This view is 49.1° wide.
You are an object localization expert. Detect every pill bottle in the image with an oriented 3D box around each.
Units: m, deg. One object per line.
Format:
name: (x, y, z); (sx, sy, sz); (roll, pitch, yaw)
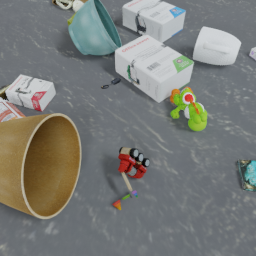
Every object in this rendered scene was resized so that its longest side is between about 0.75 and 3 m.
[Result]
pill bottle: (-4.206, -0.338, 9.660); (1.005, 1.005, 1.792); (-37, 58, -27)

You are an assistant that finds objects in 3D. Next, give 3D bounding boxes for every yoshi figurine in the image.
yoshi figurine: (2.249, -0.610, 10.138); (1.147, 1.151, 2.048); (28, 24, -29)

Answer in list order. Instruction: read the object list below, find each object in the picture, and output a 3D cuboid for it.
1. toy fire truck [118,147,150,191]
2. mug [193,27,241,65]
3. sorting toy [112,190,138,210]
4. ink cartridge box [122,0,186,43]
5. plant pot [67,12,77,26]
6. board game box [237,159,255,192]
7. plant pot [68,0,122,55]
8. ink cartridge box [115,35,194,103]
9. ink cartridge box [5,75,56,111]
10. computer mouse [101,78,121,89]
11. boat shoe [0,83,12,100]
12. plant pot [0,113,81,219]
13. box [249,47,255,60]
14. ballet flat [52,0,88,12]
toy fire truck: (0.115, 1.280, 8.272); (0.762, 1.042, 1.184); (4, 62, 40)
mug: (3.762, -3.374, 11.812); (1.707, 1.437, 1.947); (20, 20, 16)
sorting toy: (-0.049, 2.099, 8.050); (0.790, 0.274, 0.272); (-30, 81, -3)
ink cartridge box: (1.256, -5.517, 14.056); (2.573, 1.077, 1.866); (35, 58, 26)
plant pot: (-2.098, -5.141, 13.641); (1.451, 1.507, 1.507); (-35, 57, -12)
board game box: (3.855, 1.471, 8.694); (0.721, 0.150, 1.066); (3, 49, 3)
plant pot: (-1.555, -4.231, 12.361); (1.640, 2.448, 2.448); (-24, 48, 17)
ink cartridge box: (0.999, -2.512, 11.459); (1.929, 1.113, 2.640); (-34, 57, -25)
ink cartridge box: (-3.740, -1.371, 10.811); (1.486, 0.616, 1.090); (15, 52, 12)
computer mouse: (-0.707, -1.852, 11.537); (0.927, 0.158, 0.272); (-29, 56, -22)
boat shoe: (-4.826, -1.489, 11.019); (0.416, 0.469, 1.282); (34, 57, 20)
plant pot: (-3.240, 0.904, 7.797); (2.930, 2.730, 2.730); (3, 49, 18)
box: (6.191, -2.923, 12.312); (0.390, 0.364, 1.880); (-23, 53, -19)
ballet flat: (-3.094, -6.985, 15.563); (2.658, 0.901, 0.961); (17, 72, 15)
